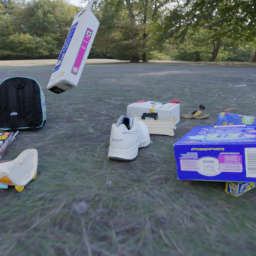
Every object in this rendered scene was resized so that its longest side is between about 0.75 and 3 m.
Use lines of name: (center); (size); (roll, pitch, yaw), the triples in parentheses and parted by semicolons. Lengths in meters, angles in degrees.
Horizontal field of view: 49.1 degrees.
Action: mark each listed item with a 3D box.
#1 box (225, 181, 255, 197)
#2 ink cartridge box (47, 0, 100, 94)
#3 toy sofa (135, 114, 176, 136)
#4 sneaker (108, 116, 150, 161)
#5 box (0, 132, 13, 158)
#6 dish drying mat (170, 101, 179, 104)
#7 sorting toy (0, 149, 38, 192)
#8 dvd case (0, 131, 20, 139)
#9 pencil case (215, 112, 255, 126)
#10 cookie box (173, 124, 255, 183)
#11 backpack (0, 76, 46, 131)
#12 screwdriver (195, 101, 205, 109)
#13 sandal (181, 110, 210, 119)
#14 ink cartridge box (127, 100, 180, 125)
box: (2.792, 1.316, 6.795); (0.987, 0.346, 0.317); (-12, 20, -36)
ink cartridge box: (-1.614, -2.484, 8.637); (0.529, 2.851, 1.350); (24, -17, -32)
toy sofa: (1.056, -0.073, 11.176); (1.693, 0.826, 0.701); (1, -8, 6)
sneaker: (0.138, 0.116, 9.343); (1.051, 1.228, 2.820); (3, 16, 13)
box: (-4.637, 0.574, 9.311); (1.192, 0.347, 1.741); (-3, 17, -10)
dish drying mat: (2.770, -1.536, 16.947); (0.382, 0.090, 0.994); (9, 20, 30)
sorting toy: (-3.085, 1.117, 7.067); (1.202, 0.713, 1.335); (-4, 16, 13)
dvd case: (-4.795, 0.291, 10.729); (1.134, 0.091, 0.843); (-3, 16, -9)
pencil case: (4.371, 0.123, 9.443); (2.795, 1.091, 1.214); (7, 47, 23)
cookie box: (2.634, 0.560, 7.373); (2.205, 0.969, 2.578); (-3, 9, 26)
backpack: (-4.367, -1.033, 11.569); (1.876, 2.134, 1.636); (-4, 9, -9)
screwdriver: (4.110, -1.332, 16.032); (0.241, 0.231, 1.654); (30, 14, -7)
sandal: (3.236, -0.665, 13.463); (1.389, 0.375, 0.558); (1, 16, 2)
ink cartridge box: (1.167, -0.646, 12.571); (2.024, 0.838, 1.475); (7, 18, 24)
